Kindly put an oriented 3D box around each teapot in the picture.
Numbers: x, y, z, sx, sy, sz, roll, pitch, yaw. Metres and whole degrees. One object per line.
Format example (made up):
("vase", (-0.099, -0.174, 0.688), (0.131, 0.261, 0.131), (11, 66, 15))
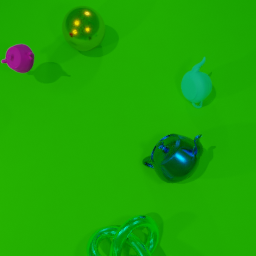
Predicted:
("teapot", (1.078, 0.622, 6.510), (0.949, 1.939, 1.205), (40, 48, -23))
("teapot", (1.864, -1.164, 7.435), (0.673, 1.375, 0.855), (-16, 26, -24))
("teapot", (-2.774, -1.787, 7.158), (1.200, 0.587, 0.746), (-4, 96, 28))

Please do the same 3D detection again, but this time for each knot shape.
("knot shape", (0.070, 2.626, 6.152), (1.671, 0.772, 1.564), (40, 75, 12))

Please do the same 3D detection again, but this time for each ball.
("ball", (-1.253, -2.806, 7.950), (1.223, 1.223, 1.223), (0, 70, 0))
